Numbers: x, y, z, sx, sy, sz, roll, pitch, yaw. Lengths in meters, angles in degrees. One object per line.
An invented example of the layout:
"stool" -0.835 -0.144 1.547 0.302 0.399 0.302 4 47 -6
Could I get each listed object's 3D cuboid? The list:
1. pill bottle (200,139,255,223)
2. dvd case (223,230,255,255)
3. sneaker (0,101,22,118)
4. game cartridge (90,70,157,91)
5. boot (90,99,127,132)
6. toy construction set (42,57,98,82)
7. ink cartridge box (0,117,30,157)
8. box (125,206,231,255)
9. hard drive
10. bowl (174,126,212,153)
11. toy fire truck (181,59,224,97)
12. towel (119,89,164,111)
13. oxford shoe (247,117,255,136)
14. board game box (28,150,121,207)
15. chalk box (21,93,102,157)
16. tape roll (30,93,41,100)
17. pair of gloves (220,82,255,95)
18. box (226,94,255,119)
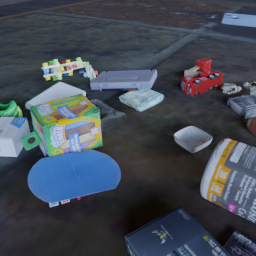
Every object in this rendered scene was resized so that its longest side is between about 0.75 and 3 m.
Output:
"pill bottle" 3.355 1.479 6.606 2.899 1.687 1.687 22 40 29
"dvd case" 2.384 2.952 5.782 1.154 0.124 1.552 28 43 37
"sneaker" -5.193 -0.553 10.110 2.539 1.061 0.941 -10 36 -13
"game cartridge" -0.162 -2.160 12.692 2.727 0.523 1.768 1 33 16
"boot" -1.062 -0.547 10.523 1.650 0.599 1.500 33 32 29
"toy construction set" -2.718 -2.804 13.307 2.550 1.175 1.672 1 10 -11
"ink cartridge box" -4.548 0.245 9.219 2.199 0.746 1.276 2 34 4
"box" 1.101 2.695 5.719 1.580 0.511 2.003 -21 35 -22
"hard drive" -2.756 -1.120 10.920 1.340 0.267 2.031 22 39 15
"bowl" 2.145 0.410 9.312 1.026 0.383 1.024 -24 41 -30
"toy fire truck" 3.338 -2.438 13.212 2.767 0.674 1.951 -22 39 -27
"towel" 0.567 -1.276 11.795 1.506 0.363 1.289 -28 44 -34
"oxford shoe" 5.020 0.174 9.593 0.701 0.672 1.899 -1 28 -45
"board game box" -1.465 1.420 7.799 2.480 0.483 1.960 -9 30 -22
"chalk box" -2.189 0.038 8.904 2.337 1.446 1.454 -19 38 -26
"tape roll" -3.129 -0.959 11.247 1.537 0.369 1.537 4 36 -3
"pair of gloves" 4.963 -1.782 12.237 1.741 0.305 1.480 5 24 21
"box" 4.936 -0.917 11.268 1.462 0.353 1.158 -12 36 -17
